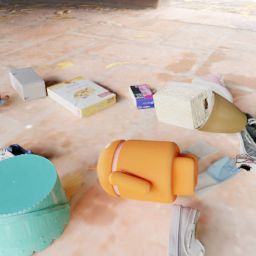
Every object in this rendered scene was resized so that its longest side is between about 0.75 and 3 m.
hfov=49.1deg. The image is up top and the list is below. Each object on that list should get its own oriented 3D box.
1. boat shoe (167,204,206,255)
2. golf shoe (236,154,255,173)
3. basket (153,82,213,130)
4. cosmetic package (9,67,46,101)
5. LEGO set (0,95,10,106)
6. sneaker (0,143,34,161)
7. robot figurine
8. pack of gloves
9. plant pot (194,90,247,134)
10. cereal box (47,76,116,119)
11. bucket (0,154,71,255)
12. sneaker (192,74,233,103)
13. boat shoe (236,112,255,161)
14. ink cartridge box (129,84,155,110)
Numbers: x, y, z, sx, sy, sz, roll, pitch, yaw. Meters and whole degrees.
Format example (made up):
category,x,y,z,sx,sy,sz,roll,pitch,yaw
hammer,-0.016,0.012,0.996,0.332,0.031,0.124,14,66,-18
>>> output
category,x,y,z,sx,sy,sz,roll,pitch,yaw
boat shoe,1.237,2.598,5.901,0.775,0.849,2.359,2,26,11
golf shoe,3.748,1.169,8.278,1.145,0.416,0.527,14,51,6
basket,1.758,-0.739,9.030,1.040,1.143,1.686,-32,30,-32
cosmetic package,-4.479,-1.983,12.468,1.025,0.865,1.919,-20,36,-31
LEGO set,-5.583,-0.923,11.518,1.074,0.353,1.438,19,50,25
sneaker,-3.544,0.766,8.558,1.751,0.746,0.675,9,36,14
robot figurine,0.374,1.073,7.200,2.712,1.582,1.951,2,45,22
pack of gloves,2.255,1.024,8.483,2.115,0.417,1.777,-23,42,-30
plant pot,3.036,-0.388,9.150,1.480,1.379,1.379,17,33,-12
cereal box,-1.981,-1.380,11.864,1.805,0.496,2.509,-29,44,-35
bucket,-2.489,1.745,6.566,2.169,1.411,2.169,-1,35,1
sneaker,3.917,-1.736,12.041,1.218,0.877,2.330,-20,35,-18
boat shoe,4.139,0.114,9.287,0.867,0.853,2.404,17,40,-2
ink cartridge box,0.611,-1.361,12.053,0.820,0.321,1.732,-7,38,-10
